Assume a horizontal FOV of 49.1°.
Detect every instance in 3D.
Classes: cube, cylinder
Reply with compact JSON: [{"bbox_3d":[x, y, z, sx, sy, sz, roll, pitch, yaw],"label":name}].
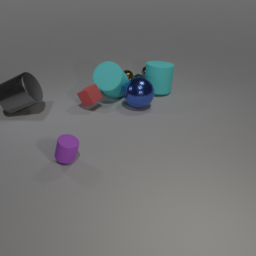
[{"bbox_3d":[-1.693,-1.449,12.462,0.700,0.700,0.700,-11,24,42],"label":"cube"},{"bbox_3d":[-4.640,-1.493,12.026,1.400,1.400,1.400,-21,28,13],"label":"cylinder"},{"bbox_3d":[-1.992,0.677,9.115,0.700,0.700,0.700,14,33,-10],"label":"cylinder"},{"bbox_3d":[-0.777,-2.244,13.211,1.400,1.400,1.400,9,-4,15],"label":"cylinder"},{"bbox_3d":[1.552,-2.551,14.131,1.400,1.400,1.400,4,24,-2],"label":"cylinder"}]

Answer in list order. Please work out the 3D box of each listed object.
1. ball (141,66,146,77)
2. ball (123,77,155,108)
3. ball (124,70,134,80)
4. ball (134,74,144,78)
[{"bbox_3d":[1.122,-3.219,16.094,0.700,0.700,0.700,0,30,0],"label":"ball"},{"bbox_3d":[0.490,-1.582,12.563,1.400,1.400,1.400,0,30,0],"label":"ball"},{"bbox_3d":[-0.046,-2.632,14.433,0.700,0.700,0.700,0,30,0],"label":"ball"},{"bbox_3d":[0.545,-2.521,14.910,0.700,0.700,0.700,0,30,0],"label":"ball"}]
